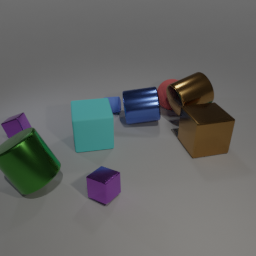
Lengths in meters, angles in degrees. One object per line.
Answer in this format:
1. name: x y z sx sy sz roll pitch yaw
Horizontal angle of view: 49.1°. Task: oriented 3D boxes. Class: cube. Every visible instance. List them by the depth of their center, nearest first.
1. cube: -0.684 1.614 7.983 0.700 0.700 0.700 13 27 31
2. cube: 2.742 0.051 10.058 1.400 1.400 1.400 -7 32 -12
3. cube: -1.308 -0.126 10.258 1.400 1.400 1.400 -6 35 -10
4. cube: -4.247 -0.078 10.700 0.700 0.700 0.700 -18 21 9

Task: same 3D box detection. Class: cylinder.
1. cylinder: -2.897 0.933 8.056 1.400 1.400 1.400 -26 22 11
2. cylinder: 2.487 -1.360 11.309 1.400 1.400 1.400 -25 36 -11
3. cylinder: 0.548 -0.921 11.535 1.400 1.400 1.400 -8 31 2
4. cylinder: -0.713 -1.034 12.472 0.700 0.700 0.700 -3 30 11

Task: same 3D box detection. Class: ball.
1. ball: 1.997 -1.523 12.741 1.400 1.400 1.400 0 31 0
